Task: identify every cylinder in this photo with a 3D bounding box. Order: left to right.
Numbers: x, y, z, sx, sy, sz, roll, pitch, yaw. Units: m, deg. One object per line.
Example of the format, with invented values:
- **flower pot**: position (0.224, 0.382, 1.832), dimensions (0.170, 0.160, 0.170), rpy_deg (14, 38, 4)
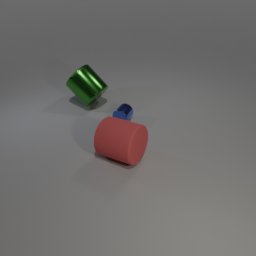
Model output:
- **cylinder**: position (-1.875, -1.947, 12.927), dimensions (1.400, 1.400, 1.400), rpy_deg (47, 42, -2)
- **cylinder**: position (-0.224, 0.419, 9.671), dimensions (1.400, 1.400, 1.400), rpy_deg (15, 36, 27)
- **cylinder**: position (-0.216, -0.599, 12.030), dimensions (0.700, 0.700, 0.700), rpy_deg (13, 35, 19)
